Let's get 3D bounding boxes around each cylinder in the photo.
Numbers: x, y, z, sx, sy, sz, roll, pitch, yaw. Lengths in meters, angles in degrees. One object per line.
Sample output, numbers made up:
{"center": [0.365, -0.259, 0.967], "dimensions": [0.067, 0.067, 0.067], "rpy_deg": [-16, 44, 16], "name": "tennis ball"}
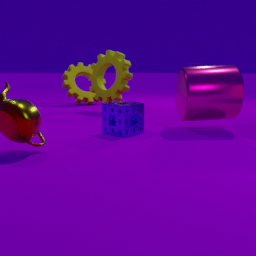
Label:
{"center": [1.951, -0.856, 6.935], "dimensions": [1.327, 1.327, 1.327], "rpy_deg": [-3, 12, -2], "name": "cylinder"}

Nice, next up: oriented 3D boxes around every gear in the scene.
{"center": [-0.649, -1.772, 9.791], "dimensions": [1.793, 1.793, 0.332], "rpy_deg": [10, 4, 40], "name": "gear"}
{"center": [-1.861, -1.898, 11.977], "dimensions": [1.857, 1.857, 0.343], "rpy_deg": [-7, -18, -31], "name": "gear"}

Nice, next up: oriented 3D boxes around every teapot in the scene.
{"center": [-1.968, -0.208, 5.084], "dimensions": [0.839, 1.349, 0.661], "rpy_deg": [-24, 14, 40], "name": "teapot"}

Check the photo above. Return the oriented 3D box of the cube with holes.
{"center": [-0.117, -0.235, 6.685], "dimensions": [0.720, 0.720, 0.720], "rpy_deg": [11, 17, 42], "name": "cube with holes"}
